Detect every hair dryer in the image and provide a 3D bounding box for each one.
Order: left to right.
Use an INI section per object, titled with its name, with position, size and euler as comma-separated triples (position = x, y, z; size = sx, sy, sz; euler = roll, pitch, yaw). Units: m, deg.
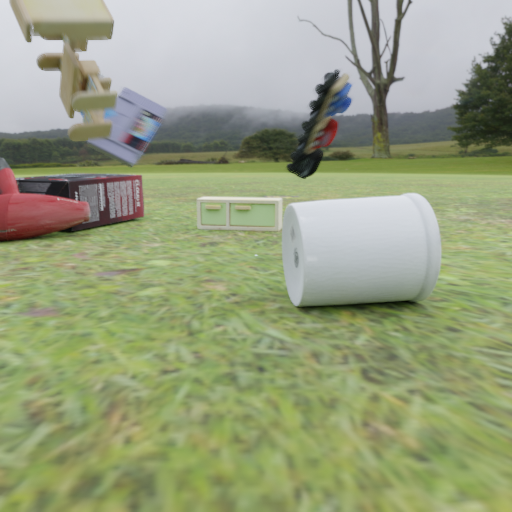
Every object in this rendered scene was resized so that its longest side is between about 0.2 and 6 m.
[hair dryer]
position = -5.535, -1.442, 12.565
size = 3.706, 1.007, 2.823
euler = 20, 42, -1

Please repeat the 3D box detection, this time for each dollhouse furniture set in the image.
[dollhouse furniture set]
position = -2.592, -2.587, 7.384
size = 1.071, 1.512, 1.646
euler = -14, -27, -31

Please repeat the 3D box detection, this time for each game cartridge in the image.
[game cartridge]
position = -2.372, -2.410, 10.446
size = 0.931, 1.437, 0.276
euler = 24, -25, -1

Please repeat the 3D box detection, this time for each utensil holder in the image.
[utensil holder]
position = 1.237, -0.047, 7.006
size = 1.630, 1.385, 1.385
euler = -5, 11, -9

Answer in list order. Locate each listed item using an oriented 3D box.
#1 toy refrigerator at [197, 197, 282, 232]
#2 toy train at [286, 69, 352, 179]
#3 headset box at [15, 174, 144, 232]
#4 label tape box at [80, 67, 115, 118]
[toy refrigerator]
position = -0.404, -1.033, 13.766
size = 2.027, 0.769, 0.709
euler = 3, 11, 10
[toy train]
position = 0.854, -1.692, 7.586
size = 0.467, 0.348, 2.040
euler = 32, -28, 6
[headset box]
position = -4.769, -1.513, 14.921
size = 2.483, 1.289, 3.337
euler = 5, 13, 23
[label tape box]
position = -2.807, -2.758, 9.574
size = 0.588, 0.815, 0.258
euler = -26, 3, -26
